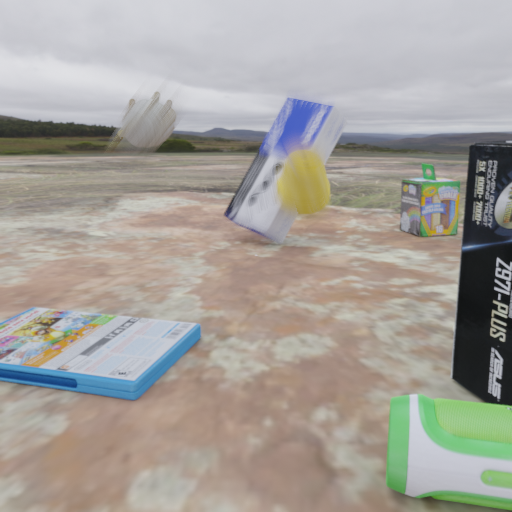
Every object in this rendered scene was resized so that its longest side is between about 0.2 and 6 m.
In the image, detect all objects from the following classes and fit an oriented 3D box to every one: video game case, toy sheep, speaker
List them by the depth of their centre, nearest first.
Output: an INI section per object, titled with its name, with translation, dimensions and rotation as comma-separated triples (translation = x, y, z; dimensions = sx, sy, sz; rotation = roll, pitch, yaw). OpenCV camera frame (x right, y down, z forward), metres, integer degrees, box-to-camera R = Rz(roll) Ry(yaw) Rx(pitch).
[speaker]
translation = 1.494, 1.161, 3.229
dimensions = 1.429, 0.632, 0.632
rotation = 3, 13, 14
[video game case]
translation = -1.744, 0.875, 5.425
dimensions = 2.036, 0.181, 1.457
rotation = 4, 14, 15
[toy sheep]
translation = -1.521, -1.855, 7.800
dimensions = 0.721, 0.721, 1.046
rotation = 11, 29, 40

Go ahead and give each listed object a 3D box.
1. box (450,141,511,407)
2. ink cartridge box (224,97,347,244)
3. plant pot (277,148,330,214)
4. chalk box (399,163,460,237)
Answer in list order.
[box]
translation = 3.006, 0.110, 4.537
dimensions = 2.520, 2.064, 1.085
rotation = -4, 14, -18
[ink cartridge box]
translation = 0.546, -1.669, 10.755
dimensions = 1.256, 2.671, 0.591
rotation = 26, -4, 42
[plant pot]
translation = 0.806, -1.307, 9.451
dimensions = 0.908, 0.854, 0.908
rotation = -1, 48, 1
[chalk box]
translation = 3.565, -1.174, 11.515
dimensions = 0.884, 1.428, 0.889
rotation = -3, 13, -13
